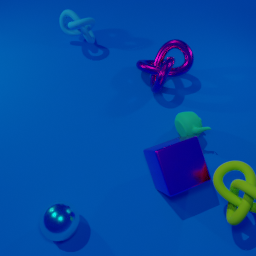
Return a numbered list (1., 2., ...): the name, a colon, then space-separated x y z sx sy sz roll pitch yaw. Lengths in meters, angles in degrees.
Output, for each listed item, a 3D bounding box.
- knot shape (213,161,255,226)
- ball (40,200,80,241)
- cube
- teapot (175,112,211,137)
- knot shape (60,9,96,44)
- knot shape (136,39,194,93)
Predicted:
1. knot shape: 2.425 1.355 6.124 0.644 1.393 1.303 -8 65 -26
2. ball: -1.600 2.174 6.585 0.912 0.912 0.912 0 56 0
3. cube: 1.194 0.912 7.047 1.124 1.124 1.124 -19 91 -12
4. teapot: 1.819 -0.079 8.057 0.699 0.888 1.428 -26 22 -9
5. knot shape: -1.702 -3.650 10.286 1.499 1.403 0.693 21 85 37
6. knot shape: 1.267 -2.101 9.136 1.771 0.875 1.893 -33 38 11
